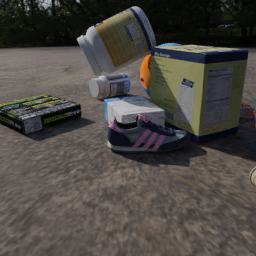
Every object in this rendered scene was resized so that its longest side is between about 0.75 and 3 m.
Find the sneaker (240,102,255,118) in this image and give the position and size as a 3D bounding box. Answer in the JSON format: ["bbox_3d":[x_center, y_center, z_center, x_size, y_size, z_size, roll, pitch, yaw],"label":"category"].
[{"bbox_3d":[4.645,-0.831,12.232,1.674,0.649,0.938,15,19,9],"label":"sneaker"}]

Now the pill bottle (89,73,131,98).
[{"bbox_3d":[-0.952,-2.283,15.113,2.066,1.175,1.175,-14,25,-34],"label":"pill bottle"}]

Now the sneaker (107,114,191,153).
[{"bbox_3d":[0.699,0.119,8.847,2.706,1.110,0.949,-3,21,-8],"label":"sneaker"}]

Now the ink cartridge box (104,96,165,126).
[{"bbox_3d":[0.184,-0.454,10.572,1.639,0.960,2.268,-7,20,-18],"label":"ink cartridge box"}]

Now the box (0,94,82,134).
[{"bbox_3d":[-3.818,-0.688,11.689,2.660,0.654,2.754,15,26,39],"label":"box"}]

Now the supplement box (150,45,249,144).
[{"bbox_3d":[2.411,-1.440,10.344,1.983,2.951,2.954,-12,24,-28],"label":"supplement box"}]

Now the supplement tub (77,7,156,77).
[{"bbox_3d":[-0.496,-3.680,12.180,2.958,2.135,2.135,-26,23,-1],"label":"supplement tub"}]

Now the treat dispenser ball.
[{"bbox_3d":[2.044,-2.608,13.652,2.907,2.907,2.907,0,21,0],"label":"treat dispenser ball"}]

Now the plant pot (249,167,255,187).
[{"bbox_3d":[3.284,1.308,6.302,0.834,0.834,0.763,1,31,3],"label":"plant pot"}]

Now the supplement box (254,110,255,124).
[{"bbox_3d":[4.257,0.570,6.546,1.280,1.649,2.988,-16,19,6],"label":"supplement box"}]
